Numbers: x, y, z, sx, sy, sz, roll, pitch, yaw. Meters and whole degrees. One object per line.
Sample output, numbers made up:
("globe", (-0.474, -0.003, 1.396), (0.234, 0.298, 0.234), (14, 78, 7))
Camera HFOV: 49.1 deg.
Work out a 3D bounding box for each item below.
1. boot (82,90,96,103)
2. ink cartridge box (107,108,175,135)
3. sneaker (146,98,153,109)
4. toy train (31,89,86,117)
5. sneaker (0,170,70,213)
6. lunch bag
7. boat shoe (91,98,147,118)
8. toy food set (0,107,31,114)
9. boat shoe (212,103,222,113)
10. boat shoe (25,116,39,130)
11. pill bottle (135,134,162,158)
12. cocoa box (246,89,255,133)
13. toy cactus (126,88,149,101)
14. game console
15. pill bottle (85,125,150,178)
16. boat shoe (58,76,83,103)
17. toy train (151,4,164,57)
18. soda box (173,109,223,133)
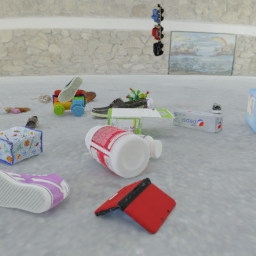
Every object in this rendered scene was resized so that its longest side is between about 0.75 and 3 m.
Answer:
("boot", (-3.372, -1.983, 19.017), (1.963, 0.714, 2.085), (11, 24, 13))
("ink cartridge box", (0.433, -0.173, 10.696), (2.410, 0.913, 1.781), (1, 13, -2))
("sneaker", (0.845, -1.344, 16.182), (1.018, 0.647, 1.785), (-9, 8, -10))
("toy train", (-3.625, -1.162, 14.487), (2.866, 1.213, 1.658), (-2, 28, -9))
("sneaker", (-2.092, 1.222, 5.856), (1.849, 0.670, 1.054), (14, 12, 21))
("lunch bag", (-3.468, 0.440, 8.315), (1.431, 0.886, 1.217), (16, 20, 24))
("boat shoe", (-0.415, -1.062, 14.115), (2.951, 0.956, 1.080), (-5, 15, -20))
("toy food set", (-6.037, -0.963, 15.283), (1.065, 0.264, 1.675), (11, 10, 37))
("boat shoe", (4.867, -1.120, 15.362), (0.510, 0.472, 1.381), (3, 14, 14))
("boat shoe", (-4.061, -0.224, 11.757), (0.486, 0.478, 1.303), (-2, 14, -9))
("pill bottle", (0.351, 0.539, 8.268), (1.227, 0.689, 0.689), (8, 16, 28))
("cocoa box", (5.902, -0.741, 11.534), (1.541, 1.566, 2.349), (3, 14, 13))
("toy cactus", (0.431, -1.685, 16.102), (1.522, 1.256, 0.778), (9, -21, 34))
("game console", (0.161, 1.543, 5.435), (1.066, 0.734, 1.237), (-28, -2, 31))
("pill bottle", (-0.381, 0.524, 7.502), (1.076, 1.076, 1.917), (-9, 17, -32))
("boat shoe", (-1.831, -1.240, 8.984), (0.404, 1.082, 0.337), (38, 15, -19))
("toy train", (1.027, -3.369, 9.827), (0.430, 1.880, 0.321), (-29, 48, -22))
("soda box", (2.924, -0.321, 11.810), (2.018, 0.640, 0.689), (13, 19, 42))
